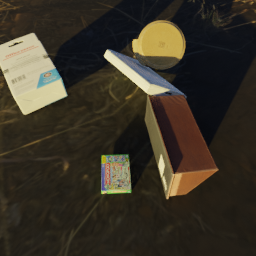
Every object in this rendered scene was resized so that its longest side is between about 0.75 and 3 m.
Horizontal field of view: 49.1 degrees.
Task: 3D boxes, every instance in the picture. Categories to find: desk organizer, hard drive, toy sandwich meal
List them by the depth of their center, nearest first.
[{"bbox_3d":[1.229,0.325,7.176,1.049,0.977,2.724,-4,45,-7],"label":"desk organizer"},{"bbox_3d":[0.512,-1.668,8.919,1.674,0.339,2.538,9,27,-42],"label":"hard drive"},{"bbox_3d":[1.021,-2.638,9.126,1.698,1.698,0.581,-1,7,-1],"label":"toy sandwich meal"}]

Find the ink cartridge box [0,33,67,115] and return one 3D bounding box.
[{"bbox_3d":[-3.160,-1.828,9.023,1.484,0.868,2.558,-26,58,-13],"label":"ink cartridge box"}]

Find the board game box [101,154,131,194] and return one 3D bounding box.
[{"bbox_3d":[-0.301,1.115,6.906,0.703,0.152,1.045,-1,48,-4],"label":"board game box"}]
